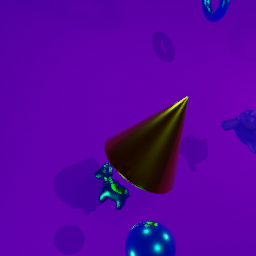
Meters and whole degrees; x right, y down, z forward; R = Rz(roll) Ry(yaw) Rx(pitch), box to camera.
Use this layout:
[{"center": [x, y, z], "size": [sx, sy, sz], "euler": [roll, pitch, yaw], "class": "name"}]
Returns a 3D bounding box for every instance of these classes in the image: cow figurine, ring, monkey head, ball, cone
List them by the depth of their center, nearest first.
[{"center": [0.324, 1.735, 4.076], "size": [0.751, 0.751, 0.751], "euler": [0, 66, 0], "class": "ball"}, {"center": [0.618, 0.070, 5.023], "size": [1.555, 1.555, 1.561], "euler": [41, 115, 16], "class": "cone"}, {"center": [-0.340, 1.258, 6.246], "size": [0.928, 0.509, 0.913], "euler": [21, 99, 13], "class": "cow figurine"}, {"center": [2.845, 0.065, 6.881], "size": [0.989, 0.828, 1.375], "euler": [-14, 28, 13], "class": "monkey head"}, {"center": [2.513, -3.794, 8.032], "size": [0.288, 1.440, 1.440], "euler": [-6, 66, -10], "class": "ring"}]
